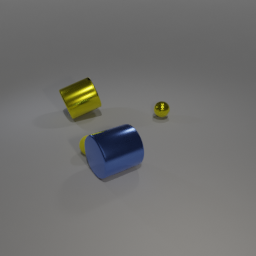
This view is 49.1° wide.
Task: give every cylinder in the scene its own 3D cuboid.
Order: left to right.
[{"bbox_3d":[-2.047,-1.280,12.069,1.400,1.400,1.400,-26,34,-9],"label":"cylinder"},{"bbox_3d":[-0.442,0.709,8.806,1.400,1.400,1.400,-18,33,-29],"label":"cylinder"}]

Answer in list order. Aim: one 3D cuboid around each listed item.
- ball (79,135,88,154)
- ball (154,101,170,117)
[{"bbox_3d":[-1.336,0.591,9.710,0.700,0.700,0.700,0,29,0],"label":"ball"},{"bbox_3d":[1.463,-0.810,12.128,0.700,0.700,0.700,0,29,0],"label":"ball"}]
